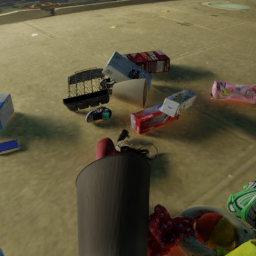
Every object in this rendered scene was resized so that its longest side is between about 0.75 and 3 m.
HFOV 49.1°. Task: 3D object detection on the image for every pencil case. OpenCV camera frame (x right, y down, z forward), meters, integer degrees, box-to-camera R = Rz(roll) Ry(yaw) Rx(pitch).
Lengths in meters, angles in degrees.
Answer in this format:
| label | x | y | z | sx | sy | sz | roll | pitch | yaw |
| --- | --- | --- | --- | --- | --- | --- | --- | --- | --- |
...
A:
| label | x | y | z | sx | sy | sz | roll | pitch | yaw |
| --- | --- | --- | --- | --- | --- | --- | --- | --- | --- |
| pencil case | 4.994 | -1.651 | 13.044 | 2.134 | 0.933 | 0.933 | 7 | 36 | 11 |

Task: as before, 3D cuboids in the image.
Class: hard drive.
| label | x | y | z | sx | sy | sz | roll | pitch | yaw |
| --- | --- | --- | --- | --- | --- | --- | --- | --- | --- |
| hard drive | -4.504 | 0.689 | 10.395 | 0.816 | 0.104 | 0.538 | -14 | 38 | -19 |

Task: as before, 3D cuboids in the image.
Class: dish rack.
| label | x | y | z | sx | sy | sz | roll | pitch | yaw |
| --- | --- | --- | --- | --- | --- | --- | --- | --- | --- |
| dish rack | -1.919 | -1.977 | 12.985 | 2.079 | 0.739 | 2.710 | -12 | 50 | 1 |

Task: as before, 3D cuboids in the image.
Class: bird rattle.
| label | x | y | z | sx | sy | sz | roll | pitch | yaw |
| --- | --- | --- | --- | --- | --- | --- | --- | --- | --- |
| bird rattle | 1.845 | 2.762 | 6.836 | 2.917 | 1.643 | 2.378 | 16 | 24 | 39 |

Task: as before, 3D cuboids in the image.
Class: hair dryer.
| label | x | y | z | sx | sy | sz | roll | pitch | yaw |
| --- | --- | --- | --- | --- | --- | --- | --- | --- | --- |
| hair dryer | -0.241 | 0.841 | 9.721 | 1.836 | 0.655 | 2.411 | 28 | 45 | 32 |

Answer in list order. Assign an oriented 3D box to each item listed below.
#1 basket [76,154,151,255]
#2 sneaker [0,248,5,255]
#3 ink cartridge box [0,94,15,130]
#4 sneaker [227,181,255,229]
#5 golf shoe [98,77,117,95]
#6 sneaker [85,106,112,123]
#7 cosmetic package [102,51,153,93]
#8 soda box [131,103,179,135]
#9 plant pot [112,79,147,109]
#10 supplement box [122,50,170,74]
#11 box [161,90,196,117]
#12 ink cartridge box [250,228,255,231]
| label | x | y | z | sx | sy | sz | roll | pitch | yaw |
| --- | --- | --- | --- | --- | --- | --- | --- | --- | --- |
| basket | -0.355 | 2.236 | 6.808 | 2.307 | 1.740 | 2.559 | -33 | 36 | 23 |
| sneaker | -2.732 | 3.518 | 6.011 | 0.828 | 0.835 | 2.304 | -54 | 37 | 3 |
| ink cartridge box | -6.386 | -0.687 | 11.618 | 2.717 | 0.922 | 1.576 | -1 | 36 | -1 |
| sneaker | 4.035 | 1.806 | 7.987 | 2.895 | 1.130 | 1.233 | -11 | 18 | -30 |
| golf shoe | -0.498 | -2.196 | 13.762 | 1.918 | 0.906 | 0.746 | -12 | 37 | -19 |
| sneaker | -1.136 | -0.494 | 11.729 | 0.767 | 0.531 | 1.270 | 16 | 36 | 37 |
| cosmetic package | 0.044 | -2.621 | 13.678 | 2.318 | 0.599 | 1.748 | 31 | 33 | -11 |
| soda box | 1.138 | -0.456 | 11.522 | 2.042 | 0.648 | 0.715 | -21 | 42 | -25 |
| plant pot | 0.068 | -1.602 | 12.515 | 1.419 | 1.329 | 1.329 | 7 | 36 | 10 |
| supplement box | 0.891 | -3.702 | 15.933 | 2.660 | 0.810 | 1.448 | -10 | 37 | -16 |
| box | 2.070 | -1.028 | 11.098 | 0.590 | 0.550 | 2.845 | 28 | 23 | 18 |
| ink cartridge box | 4.236 | 3.131 | 6.648 | 1.916 | 0.456 | 1.939 | -4 | 24 | -5 |
